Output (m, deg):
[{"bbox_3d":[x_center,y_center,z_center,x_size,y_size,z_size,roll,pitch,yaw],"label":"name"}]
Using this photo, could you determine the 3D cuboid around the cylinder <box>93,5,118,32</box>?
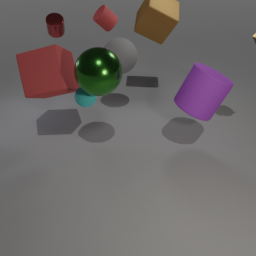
[{"bbox_3d":[-0.855,-4.164,10.647,0.700,0.700,0.700,32,13,-35],"label":"cylinder"}]

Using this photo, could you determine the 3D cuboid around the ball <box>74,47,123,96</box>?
[{"bbox_3d":[-0.858,-1.631,8.150,1.400,1.400,1.400,0,31,0],"label":"ball"}]

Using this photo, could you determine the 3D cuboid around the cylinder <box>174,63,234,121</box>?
[{"bbox_3d":[2.432,-1.179,9.116,1.400,1.400,1.400,22,27,-12],"label":"cylinder"}]

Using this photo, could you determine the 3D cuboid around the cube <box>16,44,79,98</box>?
[{"bbox_3d":[-2.593,-1.802,9.285,1.400,1.400,1.400,-11,4,10],"label":"cube"}]

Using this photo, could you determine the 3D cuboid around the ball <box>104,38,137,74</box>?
[{"bbox_3d":[-0.328,-2.845,11.089,1.400,1.400,1.400,0,31,0],"label":"ball"}]

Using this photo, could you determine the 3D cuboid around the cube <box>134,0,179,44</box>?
[{"bbox_3d":[1.233,-4.763,11.996,1.400,1.400,1.400,20,54,-17],"label":"cube"}]

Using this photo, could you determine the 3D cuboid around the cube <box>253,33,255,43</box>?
[{"bbox_3d":[4.660,-2.912,9.116,0.700,0.700,0.700,-46,40,6],"label":"cube"}]

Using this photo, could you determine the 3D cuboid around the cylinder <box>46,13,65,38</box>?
[{"bbox_3d":[-2.939,-4.158,11.350,0.700,0.700,0.700,3,68,-7],"label":"cylinder"}]

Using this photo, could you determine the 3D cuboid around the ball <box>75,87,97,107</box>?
[{"bbox_3d":[-1.362,-1.014,8.993,0.700,0.700,0.700,0,31,0],"label":"ball"}]
